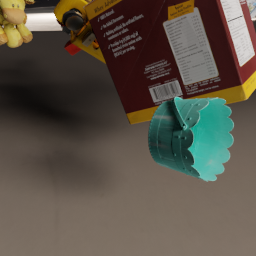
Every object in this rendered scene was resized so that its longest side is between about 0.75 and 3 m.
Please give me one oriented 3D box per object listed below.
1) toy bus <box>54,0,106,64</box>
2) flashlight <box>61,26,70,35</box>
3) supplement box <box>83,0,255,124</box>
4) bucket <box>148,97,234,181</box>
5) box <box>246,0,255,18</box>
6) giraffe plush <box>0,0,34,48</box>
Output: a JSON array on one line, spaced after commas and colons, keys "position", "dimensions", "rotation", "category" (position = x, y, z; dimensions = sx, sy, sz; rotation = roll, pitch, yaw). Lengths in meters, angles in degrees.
[{"position": [-1.083, -2.895, 8.073], "dimensions": [2.624, 2.476, 1.356], "rotation": [-8, 54, -2], "category": "toy bus"}, {"position": [-2.011, -4.776, 11.530], "dimensions": [0.737, 0.734, 2.168], "rotation": [26, 70, 9], "category": "flashlight"}, {"position": [1.029, -1.885, 6.052], "dimensions": [2.749, 2.787, 1.850], "rotation": [-11, 16, 40], "category": "supplement box"}, {"position": [0.997, 0.127, 4.420], "dimensions": [0.865, 1.330, 1.330], "rotation": [10, 27, 42], "category": "bucket"}, {"position": [2.653, -2.869, 6.297], "dimensions": [0.825, 1.208, 0.228], "rotation": [28, 37, -26], "category": "box"}, {"position": [-3.548, -3.496, 8.492], "dimensions": [1.407, 1.735, 1.497], "rotation": [-15, 19, 47], "category": "giraffe plush"}]
